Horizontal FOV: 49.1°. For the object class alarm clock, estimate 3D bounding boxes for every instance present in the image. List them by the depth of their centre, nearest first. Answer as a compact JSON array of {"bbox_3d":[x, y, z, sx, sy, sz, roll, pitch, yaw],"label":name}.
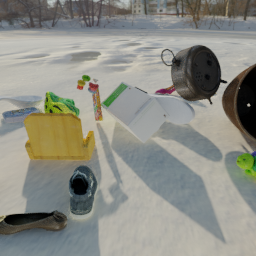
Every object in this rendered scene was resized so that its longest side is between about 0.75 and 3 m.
[{"bbox_3d":[2.345,-2.093,10.182,2.955,1.993,0.984,17,-12,-30],"label":"alarm clock"}]

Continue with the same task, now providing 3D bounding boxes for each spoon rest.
[{"bbox_3d":[-4.903,-1.074,12.062,1.352,0.825,2.721,16,29,33],"label":"spoon rest"}]

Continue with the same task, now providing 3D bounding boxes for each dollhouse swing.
[{"bbox_3d":[-2.015,0.056,8.393,1.811,1.592,1.645,0,23,2],"label":"dollhouse swing"}]

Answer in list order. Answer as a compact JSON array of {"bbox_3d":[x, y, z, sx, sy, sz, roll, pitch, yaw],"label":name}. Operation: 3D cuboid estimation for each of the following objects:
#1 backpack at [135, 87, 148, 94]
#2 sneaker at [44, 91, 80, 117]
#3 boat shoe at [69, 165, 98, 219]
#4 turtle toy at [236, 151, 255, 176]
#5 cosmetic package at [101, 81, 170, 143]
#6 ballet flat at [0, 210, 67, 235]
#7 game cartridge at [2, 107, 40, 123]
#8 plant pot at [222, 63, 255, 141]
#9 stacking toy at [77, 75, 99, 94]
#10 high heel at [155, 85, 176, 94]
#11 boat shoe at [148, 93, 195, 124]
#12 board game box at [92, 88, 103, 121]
[{"bbox_3d":[0.489,-1.540,13.340,0.778,0.660,0.876,-17,29,-39],"label":"backpack"},{"bbox_3d":[-2.812,-0.862,11.702,1.051,0.932,2.516,1,21,-36],"label":"sneaker"},{"bbox_3d":[-1.074,1.323,6.661,0.690,0.585,1.895,-2,23,-6],"label":"boat shoe"},{"bbox_3d":[3.512,0.955,7.457,1.274,0.644,0.928,-2,23,-5],"label":"turtle toy"},{"bbox_3d":[0.174,-0.644,10.078,1.335,1.052,2.481,-47,33,-4],"label":"cosmetic package"},{"bbox_3d":[-2.029,1.861,5.672,1.576,0.365,0.531,0,23,-1],"label":"ballet flat"},{"bbox_3d":[-4.366,-0.544,11.533,1.408,0.292,0.937,-13,22,-29],"label":"game cartridge"},{"bbox_3d":[4.524,-0.963,9.940,2.774,2.774,2.968,-1,7,-3],"label":"plant pot"},{"bbox_3d":[-1.466,-1.577,10.289,0.774,0.327,0.701,20,41,-9],"label":"stacking toy"},{"bbox_3d":[2.272,-2.200,14.640,1.819,0.873,0.613,-6,24,-14],"label":"high heel"},{"bbox_3d":[1.700,-0.905,11.524,0.982,1.040,2.898,-17,23,-36],"label":"boat shoe"},{"bbox_3d":[-1.200,-0.957,10.790,0.207,1.380,0.659,-6,2,-20],"label":"board game box"}]
